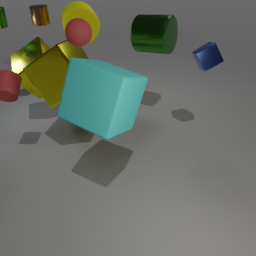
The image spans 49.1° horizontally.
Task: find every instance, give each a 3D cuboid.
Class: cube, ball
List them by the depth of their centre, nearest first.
[{"bbox_3d":[-0.573,-0.741,6.609,1.400,1.400,1.400,24,18,18],"label":"cube"},{"bbox_3d":[-1.270,-2.463,7.219,0.700,0.700,0.700,0,32,0],"label":"ball"},{"bbox_3d":[-1.986,-1.712,8.534,1.400,1.400,1.400,-26,18,22],"label":"cube"},{"bbox_3d":[2.666,-2.403,9.416,0.700,0.700,0.700,-29,17,9],"label":"cube"},{"bbox_3d":[-3.390,-2.266,10.648,1.400,1.400,1.400,-31,52,11],"label":"cube"}]

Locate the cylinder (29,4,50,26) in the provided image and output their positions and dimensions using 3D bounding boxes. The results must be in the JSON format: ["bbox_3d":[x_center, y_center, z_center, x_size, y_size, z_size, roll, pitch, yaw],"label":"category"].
[{"bbox_3d":[-3.512,-4.491,11.154,0.700,0.700,0.700,-2,33,1],"label":"cylinder"}]

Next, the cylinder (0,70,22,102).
[{"bbox_3d":[-3.543,-1.227,8.229,0.700,0.700,0.700,0,66,0],"label":"cylinder"}]

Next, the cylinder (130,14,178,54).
[{"bbox_3d":[1.012,-3.575,10.683,1.400,1.400,1.400,13,34,27],"label":"cylinder"}]

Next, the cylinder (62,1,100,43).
[{"bbox_3d":[-1.935,-4.262,11.324,1.400,1.400,1.400,-7,35,-12],"label":"cylinder"}]

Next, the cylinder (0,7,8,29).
[{"bbox_3d":[-4.996,-4.191,10.635,0.700,0.700,0.700,0,31,0],"label":"cylinder"}]
